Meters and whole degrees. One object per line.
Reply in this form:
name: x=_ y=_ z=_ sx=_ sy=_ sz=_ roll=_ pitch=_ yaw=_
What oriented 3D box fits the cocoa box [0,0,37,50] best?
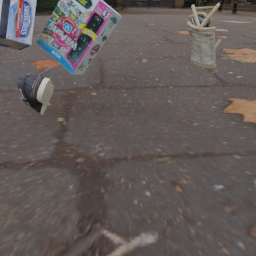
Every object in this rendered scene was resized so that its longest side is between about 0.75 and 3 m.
cocoa box: x=-3.694 y=-3.613 z=8.673 sx=1.335 sy=2.035 sz=1.357 roll=6 pitch=3 yaw=-35

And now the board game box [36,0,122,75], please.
board game box: x=-1.607 y=-3.165 z=9.016 sx=1.729 sy=2.343 sz=0.753 roll=41 pitch=20 yaw=8

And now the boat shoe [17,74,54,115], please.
boat shoe: x=-1.274 y=-0.480 z=3.866 sx=0.370 sy=0.429 sz=1.181 roll=20 pitch=-12 yaw=-11

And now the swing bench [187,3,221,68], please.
swing bench: x=2.296 y=-2.780 z=8.509 sx=0.898 sy=1.376 sz=1.383 roll=5 pitch=53 yaw=22
